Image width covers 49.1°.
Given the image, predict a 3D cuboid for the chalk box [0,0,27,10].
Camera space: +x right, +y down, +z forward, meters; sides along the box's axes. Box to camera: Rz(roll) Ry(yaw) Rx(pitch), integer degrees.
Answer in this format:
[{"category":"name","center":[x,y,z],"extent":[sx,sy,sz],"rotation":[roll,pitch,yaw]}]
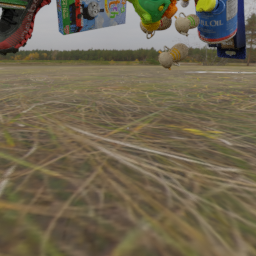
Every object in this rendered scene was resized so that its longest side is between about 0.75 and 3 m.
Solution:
[{"category":"chalk box","center":[-1.838,-1.797,2.259],"extent":[1.499,2.422,1.507],"rotation":[10,19,5]}]

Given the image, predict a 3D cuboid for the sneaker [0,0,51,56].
[{"category":"sneaker","center":[-2.954,-3.334,7.573],"extent":[0.973,2.754,1.345],"rotation":[23,-12,10]}]

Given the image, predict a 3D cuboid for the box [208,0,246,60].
[{"category":"box","center":[3.138,-3.524,9.124],"extent":[0.421,2.598,1.574],"rotation":[-19,22,-13]}]

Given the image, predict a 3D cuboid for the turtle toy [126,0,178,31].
[{"category":"turtle toy","center":[0.447,-2.267,4.233],"extent":[0.740,1.465,1.067],"rotation":[3,-14,32]}]

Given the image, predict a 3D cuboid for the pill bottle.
[{"category":"pill bottle","center":[2.401,-3.462,7.691],"extent":[1.130,2.014,1.130],"rotation":[-11,46,12]}]

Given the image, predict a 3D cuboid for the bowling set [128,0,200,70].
[{"category":"bowling set","center":[1.122,-2.980,7.058],"extent":[1.747,2.510,1.347],"rotation":[-33,4,43]}]

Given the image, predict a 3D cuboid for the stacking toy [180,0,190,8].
[{"category":"stacking toy","center":[2.039,-4.640,9.455],"extent":[0.951,1.301,0.951],"rotation":[0,59,0]}]

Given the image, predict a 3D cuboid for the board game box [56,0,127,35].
[{"category":"board game box","center":[-1.074,-3.974,8.680],"extent":[2.325,1.758,0.425],"rotation":[-23,48,-28]}]

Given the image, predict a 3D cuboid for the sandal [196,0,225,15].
[{"category":"sandal","center":[1.733,-2.580,5.917],"extent":[0.418,0.382,0.961],"rotation":[13,29,-13]}]
